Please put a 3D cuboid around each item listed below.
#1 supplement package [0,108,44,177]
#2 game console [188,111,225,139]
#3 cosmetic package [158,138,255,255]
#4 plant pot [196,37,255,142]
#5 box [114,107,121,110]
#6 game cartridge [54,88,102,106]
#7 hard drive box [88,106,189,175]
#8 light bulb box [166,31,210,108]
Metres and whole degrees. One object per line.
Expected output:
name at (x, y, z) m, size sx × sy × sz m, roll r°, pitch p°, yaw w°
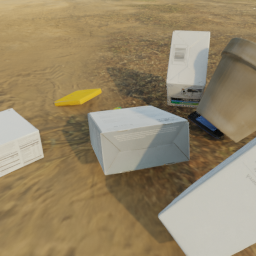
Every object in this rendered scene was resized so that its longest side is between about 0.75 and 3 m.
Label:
supplement package at (-3.139, 0.311, 7.198) m, size 1.211 × 0.862 × 1.555 m, roll -26°, pitch 40°, yaw -35°
game console at (2.566, -0.392, 8.341) m, size 1.157 × 0.685 × 0.987 m, roll 39°, pitch 43°, yaw 26°
cosmetic package at (2.027, 0.735, 4.154) m, size 1.062 × 2.980 × 1.511 m, roll 53°, pitch 30°, yaw 15°
plant pot at (3.004, -0.808, 7.405) m, size 2.360 × 2.048 × 2.360 m, roll 36°, pitch 12°, yaw -9°
box at (-0.322, -0.251, 8.389) m, size 0.234 × 0.568 × 0.969 m, roll -13°, pitch 20°, yaw 19°
game cartridge at (-1.734, -1.075, 9.847) m, size 1.339 × 0.217 × 1.180 m, roll 2°, pitch 27°, yaw 38°
hard drive box at (0.110, 0.144, 6.803) m, size 1.889 × 0.931 × 2.423 m, roll -8°, pitch 14°, yaw -12°
light bulb box at (1.900, -1.799, 8.951) m, size 1.139 × 1.825 × 1.809 m, roll 7°, pitch 74°, yaw 11°
